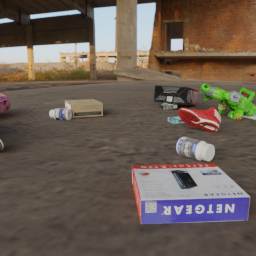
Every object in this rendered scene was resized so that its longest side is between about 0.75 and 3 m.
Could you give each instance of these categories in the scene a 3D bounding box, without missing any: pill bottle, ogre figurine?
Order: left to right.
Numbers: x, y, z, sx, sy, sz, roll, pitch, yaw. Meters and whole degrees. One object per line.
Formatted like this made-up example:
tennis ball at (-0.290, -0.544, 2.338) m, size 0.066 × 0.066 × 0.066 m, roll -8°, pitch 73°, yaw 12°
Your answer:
pill bottle at (-2.962, -0.606, 12.292) m, size 0.897 × 0.498 × 0.498 m, roll 3°, pitch 13°, yaw 15°
pill bottle at (1.691, 0.534, 7.029) m, size 0.497 × 0.497 × 0.873 m, roll -10°, pitch 15°, yaw -39°
ogre figurine at (4.631, -1.190, 12.528) m, size 2.885 × 1.415 × 1.730 m, roll 46°, pitch -12°, yaw -35°

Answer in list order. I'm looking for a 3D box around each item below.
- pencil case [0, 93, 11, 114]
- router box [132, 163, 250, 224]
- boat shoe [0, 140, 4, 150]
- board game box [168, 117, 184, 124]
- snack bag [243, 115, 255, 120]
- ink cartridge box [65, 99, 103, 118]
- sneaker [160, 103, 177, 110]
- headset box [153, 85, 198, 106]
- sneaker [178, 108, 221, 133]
pencil case at (-6.284, -1.004, 12.832) m, size 1.109 × 1.062 × 2.564 m, roll 6°, pitch 10°, yaw -7°
router box at (0.952, 1.055, 4.816) m, size 1.654 × 0.404 × 1.484 m, roll -1°, pitch 12°, yaw -4°
boat shoe at (-3.892, 0.481, 7.531) m, size 1.375 × 0.460 × 0.392 m, roll 2°, pitch 24°, yaw 33°
board game box at (2.145, -0.335, 11.776) m, size 0.784 × 0.184 × 0.592 m, roll -3°, pitch 13°, yaw -15°
snack bag at (6.172, -0.488, 12.537) m, size 1.428 × 0.162 × 1.515 m, roll -6°, pitch 13°, yaw -23°
ink cartridge box at (-2.155, -0.966, 13.510) m, size 1.482 × 0.676 × 1.799 m, roll -6°, pitch 13°, yaw -20°
sneaker at (2.268, -1.167, 15.427) m, size 0.959 × 0.360 × 0.554 m, roll 8°, pitch 4°, yaw 20°
headset box at (2.862, -1.859, 16.279) m, size 1.919 × 0.968 × 2.582 m, roll 8°, pitch 6°, yaw 28°
sneaker at (2.628, -0.447, 10.147) m, size 1.530 × 0.599 × 0.884 m, roll 29°, pitch 48°, yaw 11°
